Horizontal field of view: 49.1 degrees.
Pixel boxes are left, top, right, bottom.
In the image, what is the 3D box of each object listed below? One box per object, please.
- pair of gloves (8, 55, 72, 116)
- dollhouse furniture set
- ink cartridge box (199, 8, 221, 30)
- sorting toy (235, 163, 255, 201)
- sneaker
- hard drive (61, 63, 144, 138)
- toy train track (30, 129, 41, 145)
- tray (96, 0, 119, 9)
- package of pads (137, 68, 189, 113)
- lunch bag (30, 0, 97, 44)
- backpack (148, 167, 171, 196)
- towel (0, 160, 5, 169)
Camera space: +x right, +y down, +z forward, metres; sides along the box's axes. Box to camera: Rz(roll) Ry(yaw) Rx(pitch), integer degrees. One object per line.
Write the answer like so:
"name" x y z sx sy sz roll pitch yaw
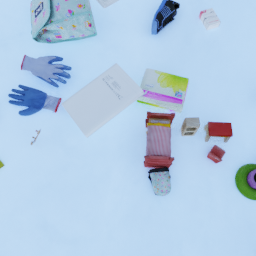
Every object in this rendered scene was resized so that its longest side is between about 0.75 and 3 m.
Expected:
"pair of gloves" -3.235 -1.559 10.282 1.997 0.283 2.484 14 80 6
"dollhouse furniture set" 1.993 0.442 9.161 2.976 1.210 1.602 2 69 1
"ink cartridge box" 3.376 -4.499 11.578 0.578 0.337 0.794 -18 68 -7
"sorting toy" 4.708 1.430 8.894 2.405 0.987 1.445 -8 69 -3
"sneaker" 1.530 -4.518 11.407 0.741 0.667 1.902 17 68 15
"hard drive" -0.917 -1.023 9.928 2.512 0.335 1.657 -38 65 -6
"toy train track" -3.120 0.314 9.322 0.150 0.925 0.530 27 49 -18
"tray" -0.610 -5.926 12.221 1.709 0.190 0.918 -35 74 -13
"package of pads" 1.284 -1.404 10.229 1.695 0.578 1.310 15 69 6
"lunch bag" -2.653 -4.473 10.940 2.460 1.500 2.095 -13 65 1
"backpack" 1.054 1.737 9.009 0.742 0.563 0.889 -5 71 -4
"towel" -5.227 0.780 9.499 0.928 0.195 2.156 -40 75 -24
